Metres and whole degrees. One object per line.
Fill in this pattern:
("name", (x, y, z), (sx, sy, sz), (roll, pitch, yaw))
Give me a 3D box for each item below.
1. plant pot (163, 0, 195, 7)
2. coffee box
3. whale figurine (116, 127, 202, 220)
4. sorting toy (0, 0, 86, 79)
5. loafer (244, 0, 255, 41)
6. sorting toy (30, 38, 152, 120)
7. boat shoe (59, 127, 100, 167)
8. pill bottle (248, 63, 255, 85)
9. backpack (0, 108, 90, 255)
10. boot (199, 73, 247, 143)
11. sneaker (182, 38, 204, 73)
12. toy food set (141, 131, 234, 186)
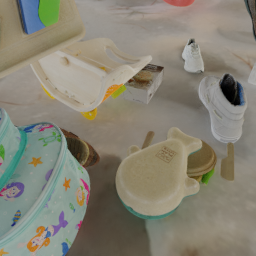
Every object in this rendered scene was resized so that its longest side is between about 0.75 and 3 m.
("plant pot", (2.457, -6.870, 12.424), (2.513, 2.223, 2.513), (4, 58, -7))
("coffee box", (0.463, -1.305, 8.033), (0.741, 0.516, 1.295), (17, 46, 17))
("whale figurine", (0.633, 0.849, 5.330), (1.546, 1.008, 1.943), (27, 55, 24))
("sorting toy", (-1.354, -1.404, 2.733), (1.571, 1.697, 0.310), (-32, 34, -17))
("loafer", (2.664, -1.908, 5.142), (0.656, 1.825, 0.574), (-37, 35, 16))
("sorting toy", (-0.792, -1.757, 7.775), (2.996, 1.601, 2.697), (30, 49, 28))
("boat shoe", (-1.417, 0.405, 6.148), (1.980, 0.669, 0.713), (20, 86, 39))
("pill bottle", (4.230, -1.374, 7.893), (1.435, 0.816, 0.816), (26, 49, 24))
("backpack", (-2.047, 0.961, 4.128), (2.758, 2.076, 2.448), (-4, 39, 16))
("boot", (2.439, -0.906, 7.090), (0.939, 1.220, 2.552), (-1, 43, -1))
("sneaker", (2.079, -2.317, 9.000), (0.585, 0.684, 1.570), (-4, 44, -5))
("toy food set", (1.231, 0.682, 6.088), (2.026, 0.407, 1.398), (9, 36, 17))
